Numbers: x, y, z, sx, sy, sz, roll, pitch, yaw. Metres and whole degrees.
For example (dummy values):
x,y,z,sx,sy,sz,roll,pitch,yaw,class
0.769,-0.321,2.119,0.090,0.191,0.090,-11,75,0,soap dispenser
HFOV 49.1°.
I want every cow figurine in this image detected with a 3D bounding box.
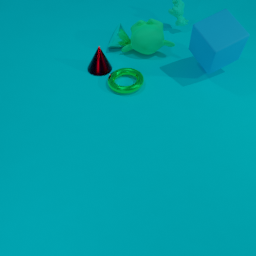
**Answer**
x,y,z,sx,sy,sz,roll,pitch,yaw,class
2.039,-4.497,10.976,0.914,0.510,0.929,25,81,-27,cow figurine

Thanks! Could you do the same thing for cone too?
x,y,z,sx,sy,sz,roll,pitch,yaw,class
-0.090,-3.195,10.346,0.971,0.967,0.967,25,45,-18,cone
-0.950,-2.345,9.318,0.851,0.854,0.851,1,47,-2,cone

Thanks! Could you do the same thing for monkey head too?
x,y,z,sx,sy,sz,roll,pitch,yaw,class
0.734,-3.181,10.154,1.921,1.382,1.158,-3,84,13,monkey head

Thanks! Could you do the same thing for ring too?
x,y,z,sx,sy,sz,roll,pitch,yaw,class
-0.070,-1.532,8.987,1.177,0.235,1.177,-2,48,2,ring

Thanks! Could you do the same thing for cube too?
x,y,z,sx,sy,sz,roll,pitch,yaw,class
2.766,-2.663,8.720,1.203,1.203,1.203,-27,68,-5,cube
